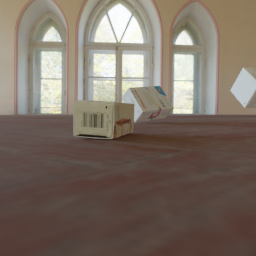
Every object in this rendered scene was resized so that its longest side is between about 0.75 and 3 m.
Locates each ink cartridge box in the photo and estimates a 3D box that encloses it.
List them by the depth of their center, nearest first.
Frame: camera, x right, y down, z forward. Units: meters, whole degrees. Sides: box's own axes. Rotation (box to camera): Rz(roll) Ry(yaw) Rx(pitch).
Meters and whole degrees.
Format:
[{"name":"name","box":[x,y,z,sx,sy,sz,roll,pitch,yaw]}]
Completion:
[{"name":"ink cartridge box","box":[0.859,-1.070,12.150,1.853,1.339,0.784,-8,-31,-38]}]

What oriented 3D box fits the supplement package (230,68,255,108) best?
[{"name":"supplement package","box":[3.676,-1.079,7.608,1.327,0.795,0.805,-2,44,-19]}]

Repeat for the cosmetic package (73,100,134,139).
[{"name":"cosmetic package","box":[-0.403,-0.186,5.407,0.773,0.653,1.496,3,5,15]}]
